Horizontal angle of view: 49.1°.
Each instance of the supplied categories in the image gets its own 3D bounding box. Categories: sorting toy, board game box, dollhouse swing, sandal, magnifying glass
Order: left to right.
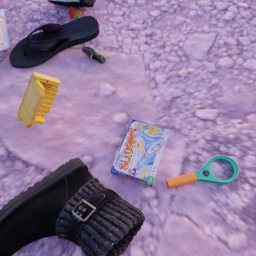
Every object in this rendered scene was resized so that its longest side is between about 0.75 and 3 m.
[{"bbox_3d":[-1.923,-0.543,6.448,0.993,1.027,1.130,35,105,36],"label":"dollhouse swing"},{"bbox_3d":[-2.272,-2.740,8.360,2.896,0.693,1.088,-27,66,-7],"label":"sandal"},{"bbox_3d":[-1.582,-3.611,9.346,0.417,0.420,1.210,-7,52,-33],"label":"sorting toy"},{"bbox_3d":[0.319,0.552,6.633,1.003,0.255,1.482,16,58,10],"label":"board game box"},{"bbox_3d":[1.697,1.062,6.354,1.709,0.191,0.680,-14,58,-8],"label":"magnifying glass"}]

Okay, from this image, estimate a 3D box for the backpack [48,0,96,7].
[{"bbox_3d":[-2.021,-4.598,9.526,1.515,1.165,1.236,-5,25,15],"label":"backpack"}]

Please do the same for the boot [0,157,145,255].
[{"bbox_3d":[-1.219,1.968,5.247,2.728,1.026,2.039,-39,65,-23],"label":"boot"}]

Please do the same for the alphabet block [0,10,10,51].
[{"bbox_3d":[-4.199,-2.780,8.012,1.166,1.139,1.145,-3,19,-7],"label":"alphabet block"}]

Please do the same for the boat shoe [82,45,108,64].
[{"bbox_3d":[-1.036,-2.194,8.387,0.891,0.318,0.293,27,56,11],"label":"boat shoe"}]
